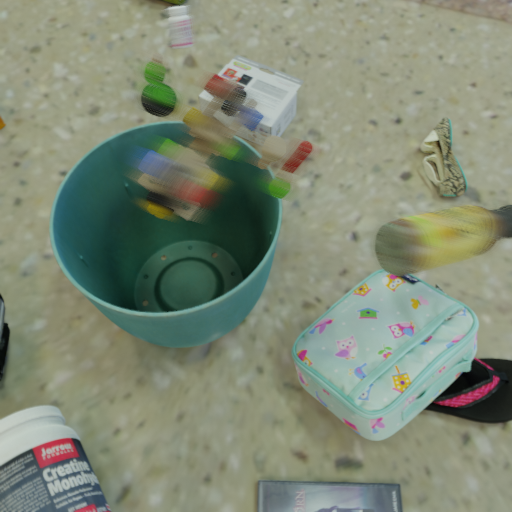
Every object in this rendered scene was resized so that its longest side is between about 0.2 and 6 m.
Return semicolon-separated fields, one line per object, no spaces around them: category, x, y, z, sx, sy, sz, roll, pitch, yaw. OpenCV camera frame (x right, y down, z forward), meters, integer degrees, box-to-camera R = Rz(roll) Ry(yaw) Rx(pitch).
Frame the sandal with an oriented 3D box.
sandal;2.884;1.868;8.344;2.762;0.623;1.037;2;46;2

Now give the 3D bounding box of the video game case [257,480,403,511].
video game case;1.001;3.813;7.559;2.000;0.190;1.429;2;60;0

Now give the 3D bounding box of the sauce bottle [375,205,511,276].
sauce bottle;2.333;-0.258;6.548;1.998;0.647;0.647;-13;59;-27

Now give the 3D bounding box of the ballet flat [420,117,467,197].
ballet flat;3.496;-1.900;10.645;0.674;0.607;1.790;-5;63;4

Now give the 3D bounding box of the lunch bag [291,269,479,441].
lunch bag;1.936;1.331;8.171;2.479;0.956;1.988;-36;41;-19

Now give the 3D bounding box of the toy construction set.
toy construction set;-0.522;-1.085;6.672;1.964;1.509;1.638;12;69;-14

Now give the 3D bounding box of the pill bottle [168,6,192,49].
pill bottle;-1.137;-3.401;8.337;0.314;0.554;0.314;-4;29;3

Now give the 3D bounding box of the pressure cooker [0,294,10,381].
pressure cooker;-4.629;1.470;7.945;1.891;1.862;2.117;-9;57;-1

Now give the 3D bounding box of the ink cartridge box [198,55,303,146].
ink cartridge box;-0.066;-3.124;11.264;1.647;0.691;1.446;27;63;15

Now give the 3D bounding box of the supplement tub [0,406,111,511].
supplement tub;-2.778;3.105;7.282;1.356;1.356;1.933;-28;64;-15

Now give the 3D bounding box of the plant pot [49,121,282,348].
plant pot;-1.160;-0.016;8.428;3.078;2.470;3.078;-1;60;1

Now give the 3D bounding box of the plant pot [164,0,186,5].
plant pot;-2.154;-6.489;13.055;1.278;1.195;1.195;38;65;0

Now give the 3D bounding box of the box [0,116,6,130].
box;-6.218;-3.426;10.997;2.468;1.469;0.512;27;64;16
